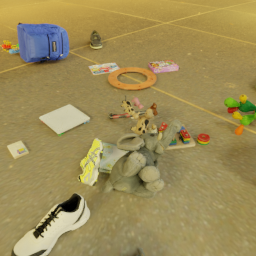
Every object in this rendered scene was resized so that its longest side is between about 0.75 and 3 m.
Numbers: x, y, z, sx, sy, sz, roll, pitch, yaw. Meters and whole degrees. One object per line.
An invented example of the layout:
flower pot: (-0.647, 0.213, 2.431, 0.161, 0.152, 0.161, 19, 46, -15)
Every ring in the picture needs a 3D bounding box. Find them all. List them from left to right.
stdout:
ring: (0.218, -2.534, 14.478, 2.494, 0.239, 2.494, 0, 37, 0)

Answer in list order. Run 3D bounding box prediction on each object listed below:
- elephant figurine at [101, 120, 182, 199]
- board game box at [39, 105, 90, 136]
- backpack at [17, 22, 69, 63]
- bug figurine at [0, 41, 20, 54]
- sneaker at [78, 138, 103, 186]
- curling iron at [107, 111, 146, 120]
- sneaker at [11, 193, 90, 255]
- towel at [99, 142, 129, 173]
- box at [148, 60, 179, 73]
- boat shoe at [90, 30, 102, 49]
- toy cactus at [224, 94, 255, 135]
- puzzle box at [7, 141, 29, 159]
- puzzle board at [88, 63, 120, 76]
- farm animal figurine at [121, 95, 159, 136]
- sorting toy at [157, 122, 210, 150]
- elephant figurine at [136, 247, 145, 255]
elephant figurine: (0.485, 0.835, 8.712, 1.887, 1.721, 2.433, 17, 44, -1)
board game box: (-2.588, -0.345, 11.474, 1.515, 0.196, 1.515, -29, 45, -33)
backpack: (-4.671, -4.764, 16.013, 2.626, 2.134, 2.204, -14, 36, -32)
bug figurine: (-7.057, -5.086, 17.731, 1.640, 0.544, 2.115, -18, 35, -33)
sneaker: (-1.160, 1.002, 8.812, 0.603, 0.595, 1.578, 13, 58, -10)
curling iron: (-0.004, -0.607, 11.806, 1.793, 0.229, 0.445, -8, 36, -11)
sneaker: (-1.958, 2.440, 7.071, 0.815, 0.885, 2.212, 29, 46, 31)
towel: (-0.678, 1.019, 9.497, 1.394, 0.336, 1.193, 8, 40, 11)
box: (1.972, -3.458, 15.686, 1.444, 0.282, 0.988, -9, 37, -12)
boat shoe: (-2.196, -5.937, 18.735, 0.786, 0.723, 2.200, -6, 36, -9)
toy cactus: (5.275, -0.476, 10.992, 2.946, 1.507, 2.431, 15, 20, 23)
puzzle box: (-3.942, 0.770, 10.019, 0.517, 0.099, 0.777, -23, 42, -29)
puzzle board: (-1.308, -3.342, 15.663, 1.605, 0.140, 1.210, -11, 38, -16)
farm animal figurine: (0.500, -0.367, 10.074, 1.516, 1.499, 0.790, 3, 4, -26)
sorting toy: (1.627, 0.208, 10.499, 2.670, 0.452, 1.287, -6, 36, -8)
elephant figurine: (0.265, 3.181, 6.438, 0.799, 0.620, 0.565, 23, 84, 44)
